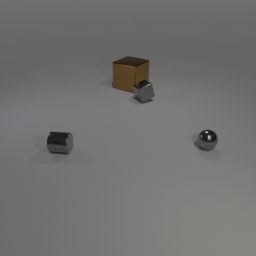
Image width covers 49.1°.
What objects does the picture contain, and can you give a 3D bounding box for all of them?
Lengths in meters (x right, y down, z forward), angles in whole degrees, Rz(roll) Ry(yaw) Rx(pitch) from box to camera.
[{"bbox_3d":[0.161,-2.815,14.596,1.400,1.400,1.400,18,35,29],"label":"cube"},{"bbox_3d":[-2.306,0.480,9.549,0.700,0.700,0.700,4,30,6],"label":"cylinder"},{"bbox_3d":[2.749,0.396,9.674,0.700,0.700,0.700,0,30,0],"label":"ball"},{"bbox_3d":[0.738,-1.747,13.174,0.700,0.700,0.700,-28,34,-15],"label":"cube"}]
